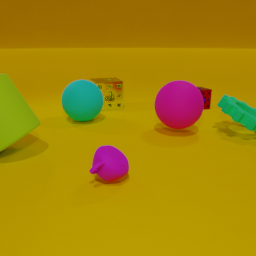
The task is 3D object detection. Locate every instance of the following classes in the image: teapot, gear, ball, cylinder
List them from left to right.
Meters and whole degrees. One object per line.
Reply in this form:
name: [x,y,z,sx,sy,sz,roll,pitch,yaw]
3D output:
cylinder: [-2.963,-0.288,6.357,1.389,1.389,1.389,-31,12,7]
ball: [-1.473,-0.886,9.102,1.348,1.348,1.348,0,18,0]
teapot: [-0.345,0.700,5.295,0.722,0.568,1.161,45,19,19]
ball: [1.428,-0.649,7.871,1.361,1.361,1.361,0,18,0]
gear: [3.374,-0.378,7.993,1.657,0.307,1.657,23,25,-11]

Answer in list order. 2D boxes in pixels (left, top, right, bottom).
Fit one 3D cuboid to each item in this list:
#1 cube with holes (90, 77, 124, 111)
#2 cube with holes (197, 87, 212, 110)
cube with holes: [-0.849,-1.349,11.002,1.091,1.091,1.091,-5,18,-16]
cube with holes: [2.699,-1.166,10.967,0.766,0.766,0.766,-7,19,-21]
